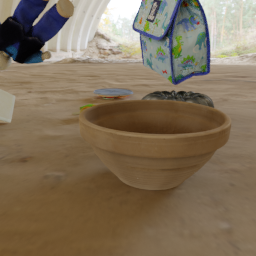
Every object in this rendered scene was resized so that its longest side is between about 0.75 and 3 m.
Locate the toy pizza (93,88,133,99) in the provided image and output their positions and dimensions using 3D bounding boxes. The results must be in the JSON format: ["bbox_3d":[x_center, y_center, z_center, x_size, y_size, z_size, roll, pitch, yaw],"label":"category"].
[{"bbox_3d":[-0.716,-1.661,13.675,1.957,0.310,1.957,1,15,0],"label":"toy pizza"}]

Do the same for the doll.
[{"bbox_3d":[-2.771,-2.498,7.300,2.938,2.005,0.712,-31,41,34],"label":"doll"}]

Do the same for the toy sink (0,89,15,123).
[{"bbox_3d":[-4.410,-0.818,8.281,1.142,0.982,1.752,4,-8,16],"label":"toy sink"}]

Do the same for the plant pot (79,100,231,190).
[{"bbox_3d":[0.442,0.287,5.096,2.602,1.201,2.602,0,17,0],"label":"plant pot"}]

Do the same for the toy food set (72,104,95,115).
[{"bbox_3d":[-0.977,-0.579,9.673,1.336,0.389,1.936,-13,21,-39],"label":"toy food set"}]

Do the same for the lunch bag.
[{"bbox_3d":[1.197,-2.792,8.032,1.590,2.495,2.122,-20,34,-15],"label":"lunch bag"}]

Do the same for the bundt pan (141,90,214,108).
[{"bbox_3d":[1.502,-0.605,8.749,2.570,0.965,2.570,0,17,0],"label":"bundt pan"}]
